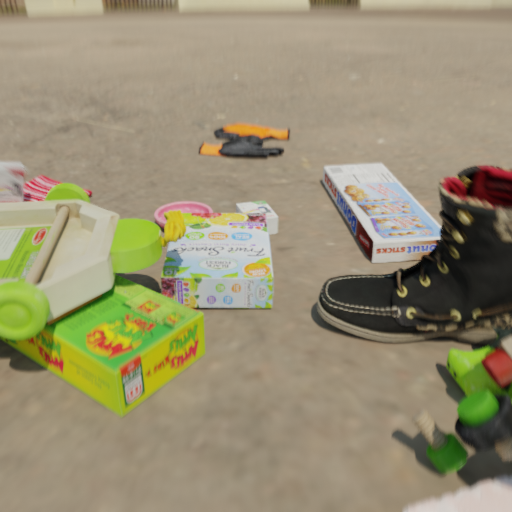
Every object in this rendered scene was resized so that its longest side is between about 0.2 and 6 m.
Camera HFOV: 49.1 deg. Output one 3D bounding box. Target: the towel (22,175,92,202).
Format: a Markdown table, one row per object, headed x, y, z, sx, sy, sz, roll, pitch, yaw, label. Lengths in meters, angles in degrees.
| x | y | z | sx | sy | sz | roll | pitch | yaw | label |
| --- | --- | --- | --- | --- | --- | --- | --- | --- | --- |
| -4.567 | -1.077 | 11.075 | 1.548 | 0.241 | 2.140 | 18 | 33 | 28 | towel |

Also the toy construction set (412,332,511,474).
| x | y | z | sx | sy | sz | roll | pitch | yaw | label |
| --- | --- | --- | --- | --- | --- | --- | --- | --- | --- |
| 3.555 | 1.449 | 4.895 | 2.984 | 2.293 | 2.489 | -35 | -2 | -24 | toy construction set |

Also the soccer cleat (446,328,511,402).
| x | y | z | sx | sy | sz | roll | pitch | yaw | label |
| --- | --- | --- | --- | --- | --- | --- | --- | --- | --- |
| 3.343 | 1.108 | 6.513 | 2.310 | 0.780 | 0.936 | -11 | 28 | -14 | soccer cleat |

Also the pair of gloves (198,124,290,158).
| x | y | z | sx | sy | sz | roll | pitch | yaw | label |
| --- | --- | --- | --- | --- | --- | --- | --- | --- | --- |
| -0.237 | -3.029 | 14.626 | 2.147 | 0.298 | 2.409 | 5 | 30 | 8 | pair of gloves |

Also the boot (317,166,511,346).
| x | y | z | sx | sy | sz | roll | pitch | yaw | label |
| --- | --- | --- | --- | --- | --- | --- | --- | --- | --- |
| 2.222 | 0.048 | 6.802 | 2.924 | 2.201 | 1.070 | 6 | 41 | 12 | boot |

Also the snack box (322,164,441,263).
| x | y | z | sx | sy | sz | roll | pitch | yaw | label |
| --- | --- | --- | --- | --- | --- | --- | --- | --- | --- |
| 2.294 | -0.951 | 10.607 | 1.310 | 0.443 | 3.645 | -3 | 29 | -6 | snack box |

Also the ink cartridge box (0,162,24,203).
| x | y | z | sx | sy | sz | roll | pitch | yaw | label |
| --- | --- | --- | --- | --- | --- | --- | --- | --- | --- |
| -4.737 | -1.365 | 10.629 | 0.566 | 0.777 | 0.322 | -6 | 34 | -33 | ink cartridge box |

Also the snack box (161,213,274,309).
| x | y | z | sx | sy | sz | roll | pitch | yaw | label |
| --- | --- | --- | --- | --- | --- | --- | --- | --- | --- |
| -0.559 | 0.001 | 8.698 | 1.569 | 0.584 | 2.206 | -1 | 28 | -1 | snack box |

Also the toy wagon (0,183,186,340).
| x | y | z | sx | sy | sz | roll | pitch | yaw | label |
| --- | --- | --- | --- | --- | --- | --- | --- | --- | --- |
| -2.892 | -0.015 | 7.149 | 3.998 | 0.791 | 3.102 | -3 | 29 | -5 | toy wagon |

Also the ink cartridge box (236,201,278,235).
| x | y | z | sx | sy | sz | roll | pitch | yaw | label |
| --- | --- | --- | --- | --- | --- | --- | --- | --- | --- |
| 0.010 | -0.685 | 10.225 | 0.585 | 0.352 | 0.805 | -7 | 31 | -15 | ink cartridge box |

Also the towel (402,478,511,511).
| x | y | z | sx | sy | sz | roll | pitch | yaw | label |
| --- | --- | --- | --- | --- | --- | --- | --- | --- | --- |
| 1.789 | 2.797 | 3.708 | 2.752 | 0.444 | 2.628 | -8 | 29 | -15 | towel |

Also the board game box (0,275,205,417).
| x | y | z | sx | sy | sz | roll | pitch | yaw | label |
| --- | --- | --- | --- | --- | --- | --- | --- | --- | --- |
| -2.135 | 0.829 | 7.103 | 2.746 | 0.654 | 1.395 | 19 | 34 | 32 | board game box |

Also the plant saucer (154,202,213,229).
| x | y | z | sx | sy | sz | roll | pitch | yaw | label |
| --- | --- | --- | --- | --- | --- | --- | --- | --- | --- |
| -1.328 | -0.684 | 10.310 | 1.066 | 0.270 | 1.066 | 0 | 27 | 0 | plant saucer |
